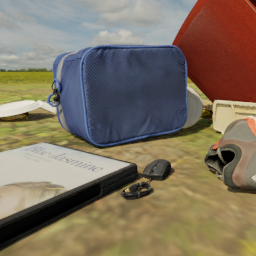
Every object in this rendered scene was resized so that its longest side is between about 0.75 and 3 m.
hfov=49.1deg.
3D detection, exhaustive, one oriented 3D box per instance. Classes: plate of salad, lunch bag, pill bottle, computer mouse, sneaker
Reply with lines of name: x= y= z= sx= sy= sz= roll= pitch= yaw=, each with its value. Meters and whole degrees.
plate of salad: x=-3.750 y=-0.537 z=9.298 sx=1.905 sy=0.458 sz=1.905 roll=-8 pitch=18 yaw=2
lunch bag: x=-0.334 y=-0.814 z=6.492 sx=2.999 sy=2.037 sz=1.984 roll=-8 pitch=13 yaw=-29
pill bottle: x=1.387 y=-0.699 z=8.332 sx=1.132 sy=1.132 sz=2.005 roll=-1 pitch=10 yaw=-4
computer mouse: x=0.276 y=0.637 z=3.778 sx=0.372 sy=0.216 sz=1.268 roll=6 pitch=13 yaw=25
sneaker: x=1.539 y=0.300 z=4.151 sx=0.851 sy=0.801 sz=2.079 roll=-5 pitch=9 yaw=9

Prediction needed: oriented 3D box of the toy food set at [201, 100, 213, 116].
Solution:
toy food set: x=2.788 y=-0.669 z=10.181 sx=2.640 sy=0.530 sz=1.822 roll=-3 pitch=17 yaw=-45

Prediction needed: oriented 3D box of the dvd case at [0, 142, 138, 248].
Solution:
dvd case: x=-1.542 y=0.693 z=3.359 sx=2.089 sy=0.257 sz=2.928 roll=8 pitch=13 yaw=36

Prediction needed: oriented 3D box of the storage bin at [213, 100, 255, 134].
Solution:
storage bin: x=3.336 y=-0.523 z=6.745 sx=1.915 sy=0.904 sz=1.929 roll=12 pitch=32 yaw=44

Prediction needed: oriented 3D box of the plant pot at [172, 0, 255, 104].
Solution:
plant pot: x=2.727 y=-2.121 z=6.466 sx=2.946 sy=2.943 sz=2.596 roll=-51 pitch=10 yaw=-31

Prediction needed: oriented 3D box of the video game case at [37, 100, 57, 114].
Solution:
video game case: x=-2.318 y=-0.976 z=11.984 sx=2.451 sy=0.315 sz=2.696 roll=-6 pitch=13 yaw=-30
